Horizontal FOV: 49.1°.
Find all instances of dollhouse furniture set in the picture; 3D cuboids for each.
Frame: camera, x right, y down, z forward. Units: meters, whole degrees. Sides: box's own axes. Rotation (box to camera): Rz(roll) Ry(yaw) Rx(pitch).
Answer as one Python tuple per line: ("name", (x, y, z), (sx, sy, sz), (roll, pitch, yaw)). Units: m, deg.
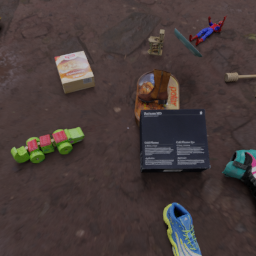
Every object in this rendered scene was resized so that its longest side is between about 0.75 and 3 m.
("dollhouse furniture set", (1.258, -4.011, 12.365), (0.651, 1.170, 1.035), (8, 55, 6))

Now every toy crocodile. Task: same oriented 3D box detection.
("toy crocodile", (-2.634, 0.518, 9.322), (2.372, 0.732, 0.801), (-18, 56, -14))

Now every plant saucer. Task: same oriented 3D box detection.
("plant saucer", (2.249, -3.172, 10.592), (0.204, 1.487, 1.487), (-45, 56, 21))

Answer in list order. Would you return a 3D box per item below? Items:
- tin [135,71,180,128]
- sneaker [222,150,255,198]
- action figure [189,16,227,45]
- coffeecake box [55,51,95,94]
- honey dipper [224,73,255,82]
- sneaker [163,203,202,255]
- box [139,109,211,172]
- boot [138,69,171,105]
("tin", (1.114, -0.994, 10.555), (1.621, 0.606, 2.894), (2, 54, 7))
("sneaker", (3.570, 1.510, 8.449), (1.334, 0.924, 2.209), (9, 46, 1))
("action figure", (3.821, -4.738, 13.050), (2.052, 1.016, 0.670), (-33, 61, -25))
("coffeecake box", (-2.187, -2.309, 11.472), (1.258, 0.599, 1.639), (-16, 55, -12))
("honey dipper", (4.954, -2.098, 11.516), (1.941, 0.369, 0.369), (-2, 54, -7))
("sneaker", (1.465, 2.853, 7.453), (0.711, 0.986, 1.877), (-18, 55, -13))
("box", (1.399, 0.431, 8.847), (2.032, 1.058, 1.850), (0, 75, 0))
("boot", (0.902, -1.470, 9.867), (1.127, 1.197, 0.410), (15, 34, 23))
